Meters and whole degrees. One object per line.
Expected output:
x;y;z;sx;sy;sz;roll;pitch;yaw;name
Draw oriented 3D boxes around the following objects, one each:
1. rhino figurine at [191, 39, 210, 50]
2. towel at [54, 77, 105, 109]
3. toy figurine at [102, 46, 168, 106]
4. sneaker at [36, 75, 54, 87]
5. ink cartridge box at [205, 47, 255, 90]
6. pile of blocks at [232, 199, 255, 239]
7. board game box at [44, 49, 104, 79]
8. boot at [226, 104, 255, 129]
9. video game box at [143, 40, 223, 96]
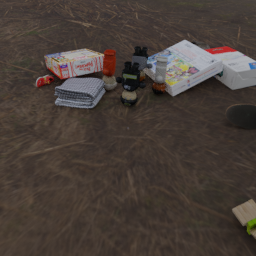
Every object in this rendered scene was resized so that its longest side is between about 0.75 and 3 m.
3.291;-3.579;14.004;1.148;0.785;2.626;22;48;22;rhino figurine
-1.919;-1.482;11.178;1.742;0.745;1.442;7;36;10;towel
0.280;-2.165;11.463;2.423;1.712;2.461;-18;38;-32;toy figurine
-3.636;-2.060;12.304;0.410;0.372;0.967;23;42;21;sneaker
4.681;-2.841;12.895;1.540;0.891;2.651;-12;38;-16;ink cartridge box
3.213;2.369;6.156;0.773;0.585;1.884;-40;44;-23;pile of blocks
-2.445;-3.034;12.859;2.164;0.661;2.857;-16;27;-21;board game box
4.479;-0.489;9.935;2.316;0.852;0.874;4;21;-7;boot
2.305;-2.774;12.540;2.551;0.656;2.801;-26;42;-10;video game box
